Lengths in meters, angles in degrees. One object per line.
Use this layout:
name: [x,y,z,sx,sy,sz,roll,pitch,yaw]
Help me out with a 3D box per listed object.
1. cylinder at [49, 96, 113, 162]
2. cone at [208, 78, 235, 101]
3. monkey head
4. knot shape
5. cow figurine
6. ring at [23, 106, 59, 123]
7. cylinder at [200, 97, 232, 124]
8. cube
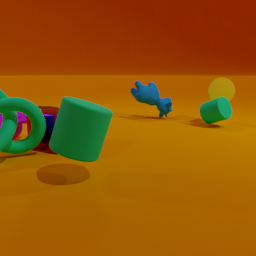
cylinder: [-0.746,0.010,4.471,0.824,0.824,0.824,18,9,-3]
cone: [3.054,-1.245,9.484,0.858,0.858,0.861,1,6,3]
monkey head: [-3.037,-0.179,6.928,0.811,0.968,1.346,-44,23,2]
knot shape: [-2.684,0.001,5.424,1.795,1.680,0.829,37,-28,-7]
cow figurine: [0.890,-1.022,10.057,1.415,0.777,1.392,1,49,-37]
ring: [-3.302,-0.519,10.134,1.871,0.374,1.871,0,12,0]
cylinder: [2.748,-0.542,8.773,0.715,0.715,0.715,-10,-7,-38]
cube: [-1.665,0.034,6.351,0.850,0.850,0.850,6,13,26]
